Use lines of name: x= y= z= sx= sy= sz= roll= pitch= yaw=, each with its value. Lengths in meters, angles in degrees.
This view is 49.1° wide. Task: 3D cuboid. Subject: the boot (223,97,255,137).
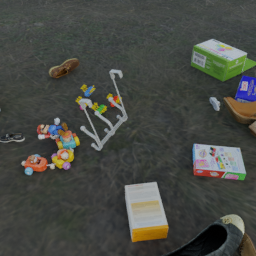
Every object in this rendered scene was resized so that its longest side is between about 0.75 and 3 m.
boot: x=4.760 y=-0.826 z=10.321 sx=1.666 sy=0.823 sz=2.146 roll=-41 pitch=50 yaw=5

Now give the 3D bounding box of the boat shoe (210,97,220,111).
boat shoe: x=3.647 y=-1.008 z=11.536 sx=0.297 sy=0.302 sz=0.851 roll=-6 pitch=34 yaw=-3

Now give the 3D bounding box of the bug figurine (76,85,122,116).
bug figurine: x=-1.248 y=-1.119 z=11.517 sx=1.859 sy=0.478 sz=1.441 roll=23 pitch=51 yaw=19

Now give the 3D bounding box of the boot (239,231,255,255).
boot: x=2.841 y=2.910 z=6.811 sx=0.410 sy=0.400 sz=1.086 roll=-19 pitch=45 yaw=-6

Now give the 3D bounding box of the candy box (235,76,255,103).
candy box: x=5.494 y=-1.204 z=11.345 sx=2.107 sy=0.812 sz=1.782 roll=18 pitch=45 yaw=19

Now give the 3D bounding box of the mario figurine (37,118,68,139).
mario figurine: x=-2.672 y=0.026 z=9.528 sx=1.149 sy=0.609 sz=0.709 roll=-4 pitch=12 yaw=28

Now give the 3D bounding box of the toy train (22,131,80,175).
toy train: x=-2.501 y=0.675 z=9.282 sx=1.563 sy=0.579 sz=2.080 roll=9 pitch=41 yaw=10

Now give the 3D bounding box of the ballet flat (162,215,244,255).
ballet flat: x=1.662 y=2.769 z=6.447 sx=2.850 sy=0.809 sz=0.947 roll=-25 pitch=8 yaw=-26

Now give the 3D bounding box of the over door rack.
over door rack: x=-0.822 y=-0.606 z=9.168 sx=0.773 sy=2.320 sz=1.714 roll=23 pitch=55 yaw=24

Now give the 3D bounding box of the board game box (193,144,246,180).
board game box: x=2.890 y=1.064 z=9.028 sx=1.524 sy=0.307 sz=1.166 roll=6 pitch=40 yaw=7

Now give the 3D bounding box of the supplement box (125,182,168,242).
supplement box: x=0.451 y=2.206 z=7.488 sx=0.917 sy=0.535 sz=1.455 roll=-5 pitch=40 yaw=-5

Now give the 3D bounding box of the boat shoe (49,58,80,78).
boat shoe: x=-2.988 y=-2.825 z=13.511 sx=1.633 sy=0.588 sz=0.552 roll=-33 pitch=56 yaw=-27

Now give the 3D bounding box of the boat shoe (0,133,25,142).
boat shoe: x=-4.153 y=0.318 z=9.951 sx=0.899 sy=0.271 sz=0.332 roll=0 pitch=40 yaw=0

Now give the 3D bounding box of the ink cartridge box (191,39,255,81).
ink cartridge box: x=4.948 y=-3.636 z=14.024 sx=2.899 sy=1.098 sz=2.142 roll=-27 pitch=47 yaw=-27
